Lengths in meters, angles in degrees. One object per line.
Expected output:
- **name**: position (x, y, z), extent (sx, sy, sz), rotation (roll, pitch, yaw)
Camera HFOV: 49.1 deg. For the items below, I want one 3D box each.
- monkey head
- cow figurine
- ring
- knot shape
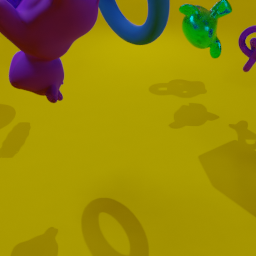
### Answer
- **monkey head**: position (2.035, -2.686, 7.185), extent (1.230, 1.710, 1.030), rotation (-24, 33, 37)
- **cow figurine**: position (-0.965, -1.120, 3.546), extent (1.617, 1.591, 0.888), rotation (-22, 50, 16)
- **ring**: position (0.010, -1.935, 4.121), extent (0.296, 1.480, 1.480), rotation (-37, 49, -25)
- **knot shape**: position (3.014, -1.935, 6.673), extent (0.504, 1.020, 1.090), rotation (-7, -7, -4)
